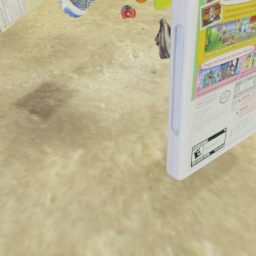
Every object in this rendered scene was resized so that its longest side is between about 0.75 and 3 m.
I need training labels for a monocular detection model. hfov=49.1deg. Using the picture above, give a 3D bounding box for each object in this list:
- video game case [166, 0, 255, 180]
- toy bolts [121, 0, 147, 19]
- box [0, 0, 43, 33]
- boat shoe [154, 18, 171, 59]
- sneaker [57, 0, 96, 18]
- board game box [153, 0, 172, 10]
[{"bbox_3d":[1.506,-0.886,3.519,2.656,2.418,0.293,-24,36,-32],"label":"video game case"},{"bbox_3d":[0.080,-3.736,8.236,0.932,0.976,0.677,-2,34,-13],"label":"toy bolts"},{"bbox_3d":[-2.537,-2.832,5.458,1.381,0.759,1.570,27,59,11],"label":"box"},{"bbox_3d":[0.715,-1.842,5.746,0.382,0.388,1.041,-19,55,23],"label":"boat shoe"},{"bbox_3d":[-0.848,-4.466,8.024,1.275,1.154,2.994,-11,53,47],"label":"sneaker"},{"bbox_3d":[1.643,-3.885,7.214,2.136,0.509,1.085,-11,78,5],"label":"board game box"}]
